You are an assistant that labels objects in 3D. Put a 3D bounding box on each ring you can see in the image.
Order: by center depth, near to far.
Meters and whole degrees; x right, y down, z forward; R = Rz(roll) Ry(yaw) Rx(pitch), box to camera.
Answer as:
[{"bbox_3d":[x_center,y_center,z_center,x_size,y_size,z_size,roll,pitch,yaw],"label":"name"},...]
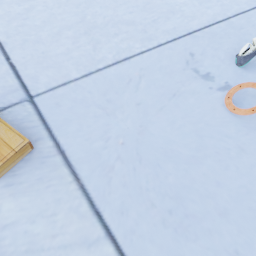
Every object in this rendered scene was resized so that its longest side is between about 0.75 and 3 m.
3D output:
[{"bbox_3d":[3.201,-0.784,7.547,1.144,0.110,1.144,-16,48,19],"label":"ring"}]

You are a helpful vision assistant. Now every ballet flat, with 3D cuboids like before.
[{"bbox_3d":[3.922,-2.486,8.689,1.469,0.537,0.537,-37,58,-3],"label":"ballet flat"}]

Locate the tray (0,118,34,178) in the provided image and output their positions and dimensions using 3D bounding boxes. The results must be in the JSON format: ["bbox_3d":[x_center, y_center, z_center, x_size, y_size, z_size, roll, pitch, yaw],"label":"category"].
[{"bbox_3d":[-3.547,0.187,6.906,2.287,0.423,1.128,31,61,23],"label":"tray"}]
